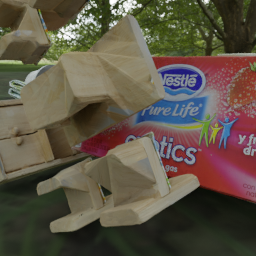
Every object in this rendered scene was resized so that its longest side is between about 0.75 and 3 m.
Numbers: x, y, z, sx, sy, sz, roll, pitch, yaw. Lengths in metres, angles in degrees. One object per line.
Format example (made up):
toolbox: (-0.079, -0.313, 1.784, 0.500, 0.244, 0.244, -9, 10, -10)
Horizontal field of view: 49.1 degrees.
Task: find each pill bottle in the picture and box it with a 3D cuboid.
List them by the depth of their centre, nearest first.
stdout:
pill bottle: (-2.219, -1.347, 9.413, 2.791, 1.545, 1.545, 10, 17, 39)

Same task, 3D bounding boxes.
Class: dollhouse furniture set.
dollhouse furniture set: (-0.540, -0.239, 3.420, 1.704, 2.406, 2.619, -15, -8, -46)

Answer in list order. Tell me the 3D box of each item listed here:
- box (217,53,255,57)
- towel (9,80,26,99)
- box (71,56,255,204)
box: (2.492, -0.758, 6.368, 0.860, 1.812, 0.704, -11, 17, -38)
towel: (-1.603, -0.510, 6.514, 1.603, 0.451, 1.873, 27, 3, 30)
box: (0.824, -0.045, 3.617, 2.894, 1.381, 1.442, 10, -3, 38)
